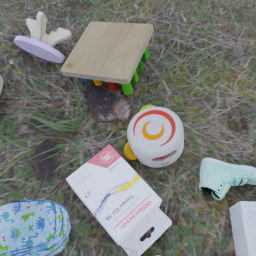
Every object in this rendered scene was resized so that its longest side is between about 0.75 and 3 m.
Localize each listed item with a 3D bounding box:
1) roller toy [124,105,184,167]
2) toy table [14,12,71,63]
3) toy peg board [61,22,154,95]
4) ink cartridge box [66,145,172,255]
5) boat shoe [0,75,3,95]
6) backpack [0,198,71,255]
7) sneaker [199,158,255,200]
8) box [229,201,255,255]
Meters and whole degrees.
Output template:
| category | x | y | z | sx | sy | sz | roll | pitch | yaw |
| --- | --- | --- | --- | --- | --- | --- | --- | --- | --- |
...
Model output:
| category | x | y | z | sx | sy | sz | roll | pitch | yaw |
| --- | --- | --- | --- | --- | --- | --- | --- | --- | --- |
| roller toy | 0.919 | 0.354 | 9.157 | 1.759 | 1.348 | 1.929 | 23 | 69 | 22 |
| toy table | -3.277 | -3.494 | 11.002 | 2.066 | 1.899 | 1.210 | 22 | 81 | -3 |
| toy peg board | -0.627 | -2.630 | 10.908 | 2.778 | 1.364 | 2.790 | 11 | 61 | 23 |
| ink cartridge box | -0.214 | 2.185 | 8.408 | 1.742 | 1.009 | 2.990 | -39 | 69 | -18 |
| boat shoe | -5.118 | -0.725 | 9.710 | 1.086 | 0.962 | 2.967 | 2 | 76 | -3 |
| backpack | -2.758 | 2.881 | 7.846 | 2.276 | 1.750 | 1.857 | 5 | 46 | -14 |
| sneaker | 3.269 | 1.785 | 8.736 | 2.127 | 0.783 | 1.254 | 12 | 58 | 16 |
| box | 3.767 | 3.185 | 7.920 | 1.246 | 0.977 | 2.004 | 1 | 63 | 0 |
